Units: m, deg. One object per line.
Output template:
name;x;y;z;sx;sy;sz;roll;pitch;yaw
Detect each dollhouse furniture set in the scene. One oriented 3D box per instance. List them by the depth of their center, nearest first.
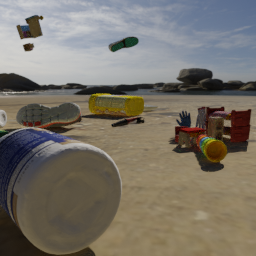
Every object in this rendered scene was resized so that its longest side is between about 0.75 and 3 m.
dollhouse furniture set;2.458;-0.105;8.691;2.428;0.988;1.307;-4;10;-25
dollhouse furniture set;-3.459;-3.625;10.700;1.165;1.100;0.761;-7;16;30

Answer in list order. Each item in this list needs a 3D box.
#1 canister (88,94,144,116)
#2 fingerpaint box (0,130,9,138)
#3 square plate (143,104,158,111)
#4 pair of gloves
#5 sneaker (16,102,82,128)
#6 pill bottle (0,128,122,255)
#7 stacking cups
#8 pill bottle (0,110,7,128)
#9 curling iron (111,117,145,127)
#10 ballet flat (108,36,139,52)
canister;-0.656;-1.374;16.505;2.719;1.177;2.019;7;11;32
fingerpaint box;-4.002;0.356;6.770;1.811;0.664;1.511;8;12;43
square plate;0.392;-1.399;19.332;2.434;0.350;2.457;-6;11;-33
pair of gloves;2.256;-0.250;9.663;1.151;0.925;0.131;-11;26;10
sneaker;-3.169;-0.348;11.481;2.733;1.053;1.119;-1;-20;8
pill bottle;-1.094;0.598;3.536;1.131;1.131;2.038;-7;11;-38
stacking cups;1.998;0.397;7.020;0.496;0.496;1.640;0;9;3
pill bottle;-5.777;-0.390;11.460;1.392;0.726;0.726;2;9;7
curling iron;0.022;-0.289;12.321;0.513;0.265;2.070;8;12;42
ballet flat;-0.141;-2.280;7.517;0.894;0.310;0.310;-25;18;-21
